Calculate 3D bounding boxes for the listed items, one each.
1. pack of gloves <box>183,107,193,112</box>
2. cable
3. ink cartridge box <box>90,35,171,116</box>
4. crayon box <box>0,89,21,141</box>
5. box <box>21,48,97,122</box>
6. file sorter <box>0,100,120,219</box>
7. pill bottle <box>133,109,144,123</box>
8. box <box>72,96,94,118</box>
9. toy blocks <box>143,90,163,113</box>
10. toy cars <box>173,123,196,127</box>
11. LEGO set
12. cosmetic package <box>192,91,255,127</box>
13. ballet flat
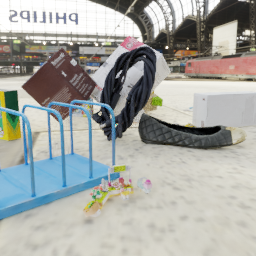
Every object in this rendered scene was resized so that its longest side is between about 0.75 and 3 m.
[{"bbox_3d":[3.556,-0.984,13.606,1.432,0.283,1.203,6,14,27],"label":"pack of gloves"},{"bbox_3d":[-0.118,-1.005,7.731,0.693,2.728,2.226,25,19,-27],"label":"cable"},{"bbox_3d":[-0.069,-1.683,9.756,1.835,2.520,1.069,43,-1,36],"label":"ink cartridge box"},{"bbox_3d":[-3.846,-0.434,8.219,1.616,1.395,0.471,8,15,34],"label":"crayon box"},{"bbox_3d":[-2.108,-1.334,8.826,1.329,1.618,1.343,-34,22,28],"label":"box"},{"bbox_3d":[-1.467,0.307,4.794,2.240,1.374,1.554,-10,16,-43],"label":"file sorter"},{"bbox_3d":[0.067,-0.580,10.814,0.622,0.622,1.101,-9,15,-37],"label":"pill bottle"},{"bbox_3d":[-2.050,-0.924,11.830,1.292,0.882,0.243,7,13,27],"label":"box"},{"bbox_3d":[0.007,-1.457,13.152,1.936,1.416,2.833,-13,35,-26],"label":"toy blocks"},{"bbox_3d":[1.869,-0.096,9.564,0.878,0.194,0.394,3,12,17],"label":"toy cars"},{"bbox_3d":[-0.234,0.878,4.253,1.247,0.464,0.574,-10,16,-40],"label":"LEGO set"},{"bbox_3d":[3.457,-0.649,9.766,2.400,1.220,0.889,-3,12,-21],"label":"cosmetic package"},{"bbox_3d":[1.609,0.067,7.301,2.799,0.795,0.930,3,12,14],"label":"ballet flat"}]
